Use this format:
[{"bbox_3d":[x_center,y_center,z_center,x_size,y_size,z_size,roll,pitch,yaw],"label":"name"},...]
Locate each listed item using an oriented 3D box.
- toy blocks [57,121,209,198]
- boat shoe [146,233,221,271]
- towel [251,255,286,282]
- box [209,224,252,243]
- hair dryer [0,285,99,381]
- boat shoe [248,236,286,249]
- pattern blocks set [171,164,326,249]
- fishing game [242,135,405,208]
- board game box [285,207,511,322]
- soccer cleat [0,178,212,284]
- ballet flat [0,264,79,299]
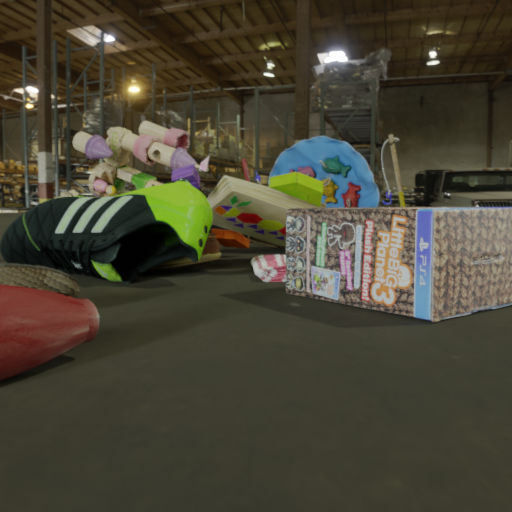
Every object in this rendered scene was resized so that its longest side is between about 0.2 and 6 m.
[{"bbox_3d":[-2.206,-1.162,11.226,2.273,2.523,2.700,25,26,20],"label":"toy blocks"},{"bbox_3d":[-1.971,-0.369,9.297,3.335,1.126,1.200,5,8,40],"label":"boat shoe"},{"bbox_3d":[1.032,0.125,8.514,2.185,0.327,1.599,-1,5,-6],"label":"towel"},{"bbox_3d":[-0.472,-0.794,15.487,1.385,0.774,1.962,-9,10,-41],"label":"box"},{"bbox_3d":[-2.303,0.453,3.579,2.501,0.680,1.905,0,5,-13],"label":"hair dryer"},{"bbox_3d":[0.556,-0.376,12.826,1.497,0.533,0.483,6,28,19],"label":"boat shoe"},{"bbox_3d":[0.055,-0.757,9.859,3.603,0.292,3.167,20,-24,-31],"label":"pattern blocks set"},{"bbox_3d":[1.420,-1.321,12.342,3.586,2.568,0.557,-1,26,21],"label":"fishing game"},{"bbox_3d":[1.651,-0.029,6.383,1.715,1.042,2.151,-4,6,-37],"label":"board game box"},{"bbox_3d":[-2.267,-0.197,7.933,3.395,1.146,1.376,-12,44,14],"label":"soccer cleat"},{"bbox_3d":[-2.742,0.430,4.924,2.339,0.542,0.788,2,-33,-33],"label":"ballet flat"}]
